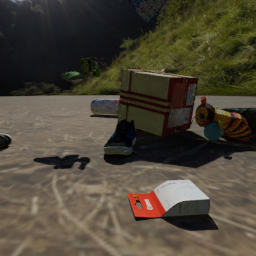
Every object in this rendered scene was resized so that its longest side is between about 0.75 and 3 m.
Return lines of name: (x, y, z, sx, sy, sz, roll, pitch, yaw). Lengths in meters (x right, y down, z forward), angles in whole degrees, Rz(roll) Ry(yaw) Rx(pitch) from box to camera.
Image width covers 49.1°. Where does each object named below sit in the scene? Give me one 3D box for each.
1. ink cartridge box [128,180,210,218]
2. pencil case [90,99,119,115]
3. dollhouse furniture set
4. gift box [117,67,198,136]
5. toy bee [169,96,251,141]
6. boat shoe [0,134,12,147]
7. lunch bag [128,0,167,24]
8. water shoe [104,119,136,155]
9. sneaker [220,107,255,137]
ink cartridge box: (0.557, 1.010, 4.128, 1.033, 0.244, 0.827, 0, 9, -7)
pencil case: (-1.156, -1.234, 16.779, 2.218, 1.006, 0.922, 6, -31, 27)
dollhouse furniture set: (-1.695, -2.058, 9.823, 1.231, 0.618, 0.806, -15, 23, -28)
gift box: (1.114, -1.014, 10.942, 2.444, 2.415, 2.617, 18, 14, 36)
toy bee: (2.680, -0.293, 8.943, 2.469, 1.342, 1.616, -5, 26, -7)
boat shoe: (-4.005, 0.335, 8.011, 1.252, 0.463, 0.378, 8, 4, -2)
lunch bag: (0.610, -3.321, 7.262, 0.926, 0.435, 0.697, -39, -35, 21)
water shoe: (-0.207, 0.194, 7.607, 0.734, 0.811, 2.054, 1, 9, 7)
sneaker: (3.766, -0.216, 9.725, 1.084, 1.031, 2.735, 4, -3, -18)
